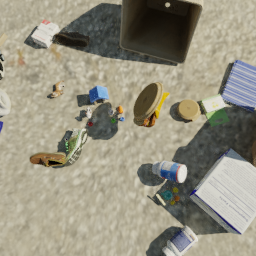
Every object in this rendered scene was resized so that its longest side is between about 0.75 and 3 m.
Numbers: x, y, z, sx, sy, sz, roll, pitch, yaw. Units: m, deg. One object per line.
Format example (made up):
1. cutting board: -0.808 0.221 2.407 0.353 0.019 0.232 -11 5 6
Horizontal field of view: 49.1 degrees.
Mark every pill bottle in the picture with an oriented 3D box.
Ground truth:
1. pill bottle: 1.481 1.547 10.151 1.152 0.647 0.647 8 68 38
2. pill bottle: 1.756 3.958 9.556 1.162 0.645 0.645 -37 75 -12

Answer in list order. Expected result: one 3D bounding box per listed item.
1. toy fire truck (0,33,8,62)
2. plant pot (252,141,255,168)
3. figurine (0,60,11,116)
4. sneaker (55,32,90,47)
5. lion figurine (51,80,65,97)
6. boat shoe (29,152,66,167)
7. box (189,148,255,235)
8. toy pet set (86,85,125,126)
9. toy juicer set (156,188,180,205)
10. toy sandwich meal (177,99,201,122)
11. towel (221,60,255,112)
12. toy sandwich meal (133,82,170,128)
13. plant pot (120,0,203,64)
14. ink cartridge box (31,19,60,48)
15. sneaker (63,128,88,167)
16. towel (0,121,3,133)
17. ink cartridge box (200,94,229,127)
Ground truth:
1. toy fire truck: -5.651 -3.594 11.849 0.886 1.213 1.378 -14 57 -4
2. plant pot: 5.797 0.009 9.936 2.973 2.973 2.593 4 55 1
3. figurine: -6.218 -1.446 11.204 2.516 1.110 2.578 -17 77 3
4. sneaker: -2.429 -3.958 12.347 1.537 0.541 0.581 15 52 3
5. lion figurine: -2.900 -1.635 11.644 0.514 0.304 0.839 -5 58 6
6. boat shoe: -2.322 0.922 8.013 1.054 0.379 0.358 -7 43 2
7. box: 3.626 2.228 9.871 1.980 1.129 2.152 41 76 12
8. toy pet set: -0.975 -0.919 11.106 1.487 0.789 1.388 -10 72 -4
9. toy juicer set: 1.480 2.559 10.267 0.869 0.237 0.553 -15 88 -11
10. toy sandwich meal: 2.455 -0.710 11.299 0.988 0.338 0.988 -1 69 3
11. towel: 4.862 -1.795 11.719 1.469 0.242 2.029 25 75 7
12. toy sandwich meal: 0.808 -0.811 9.942 0.594 1.734 1.734 29 71 -25
13. plant pot: 1.468 -4.875 11.485 2.909 2.912 2.578 16 60 5
14. ink cartridge box: -3.625 -4.156 12.371 0.758 0.428 1.033 27 74 9
15. sneaker: -2.149 0.696 10.742 0.733 0.636 1.655 17 66 17
16. towel: -5.507 0.030 11.064 1.008 0.250 0.744 6 55 3
17. ink cartridge box: 3.542 -0.713 11.322 0.840 0.277 1.155 -18 71 -6
